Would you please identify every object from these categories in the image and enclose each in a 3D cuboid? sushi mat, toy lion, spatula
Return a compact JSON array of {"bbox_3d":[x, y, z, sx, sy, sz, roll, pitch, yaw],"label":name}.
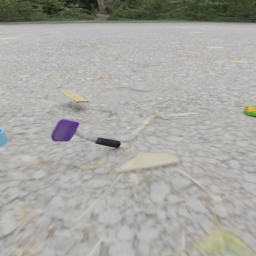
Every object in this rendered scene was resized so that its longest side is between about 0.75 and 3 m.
[{"bbox_3d":[-1.656,-0.965,8.464,0.984,0.060,0.471,32,25,36],"label":"sushi mat"},{"bbox_3d":[3.769,-0.535,8.107,0.763,0.273,0.796,8,27,31],"label":"toy lion"},{"bbox_3d":[-0.772,0.201,5.679,1.747,0.494,0.180,19,19,-43],"label":"spatula"}]

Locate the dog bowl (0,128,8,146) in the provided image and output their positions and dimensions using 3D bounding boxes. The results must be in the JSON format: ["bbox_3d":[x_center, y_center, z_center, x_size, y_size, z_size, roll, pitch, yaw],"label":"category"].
[{"bbox_3d":[-3.353,0.208,6.443,1.090,0.270,0.607,-1,25,-2],"label":"dog bowl"}]
